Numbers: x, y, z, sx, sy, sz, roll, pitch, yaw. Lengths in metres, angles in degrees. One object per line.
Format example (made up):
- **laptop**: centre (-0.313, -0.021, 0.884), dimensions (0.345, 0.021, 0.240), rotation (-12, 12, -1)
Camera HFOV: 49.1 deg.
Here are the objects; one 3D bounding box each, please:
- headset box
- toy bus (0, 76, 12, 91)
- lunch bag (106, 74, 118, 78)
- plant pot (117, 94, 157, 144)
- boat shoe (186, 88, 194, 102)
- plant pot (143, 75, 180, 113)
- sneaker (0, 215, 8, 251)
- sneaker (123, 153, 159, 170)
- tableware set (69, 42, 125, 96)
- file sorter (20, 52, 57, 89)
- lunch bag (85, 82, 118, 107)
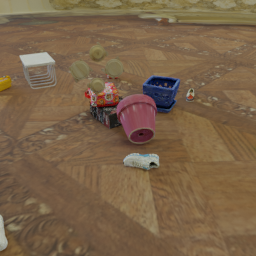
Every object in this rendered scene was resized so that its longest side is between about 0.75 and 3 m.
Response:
- **headset box**: centre (-0.614, -0.724, 12.107), dimensions (1.384, 0.718, 1.860), rotation (-20, 36, -29)
- **toy bus**: centre (-6.930, -2.350, 15.183), dimensions (0.626, 0.520, 1.599), rotation (12, 32, 21)
- **lunch bag**: centre (-0.967, -3.286, 17.011), dimensions (0.761, 0.354, 0.864), rotation (1, 30, 2)
- **plant pot**: centre (0.394, -0.240, 10.271), dimensions (1.517, 1.517, 1.358), rotation (-4, 54, -8)
- **boat shoe**: centre (3.166, -1.658, 14.151), dimensions (0.390, 0.343, 1.097), rotation (10, 32, 14)
- **plant pot**: centre (1.541, -1.545, 12.973), dimensions (1.447, 1.301, 1.447), rotation (11, 31, 20)
- **sneaker**: centre (-3.270, 2.400, 6.828), dimensions (1.451, 0.554, 0.584), rotation (25, 29, 35)
- **sneaker**: centre (0.455, 1.135, 9.136), dimensions (1.216, 0.456, 0.527), rotation (-4, 35, -6)
- **tableware set**: centre (-1.108, -2.106, 10.094), dimensions (1.774, 1.482, 0.206), rotation (-43, 22, 3)
- **file sorter**: centre (-5.108, -3.306, 15.985), dimensions (1.560, 1.400, 2.249), rotation (-14, 32, -22)
- **lunch bag**: centre (-1.164, -1.460, 12.041), dimensions (1.380, 0.642, 1.567), rotation (-7, 30, -9)
